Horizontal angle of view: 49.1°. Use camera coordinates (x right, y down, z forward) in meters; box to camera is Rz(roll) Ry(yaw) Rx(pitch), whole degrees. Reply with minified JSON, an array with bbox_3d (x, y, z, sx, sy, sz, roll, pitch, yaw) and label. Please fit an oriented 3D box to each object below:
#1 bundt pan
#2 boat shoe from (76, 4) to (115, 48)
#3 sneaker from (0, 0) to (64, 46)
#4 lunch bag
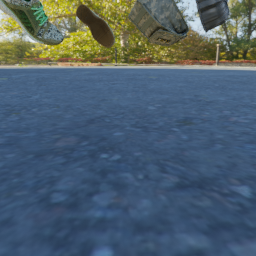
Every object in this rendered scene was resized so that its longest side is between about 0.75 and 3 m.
[{"bbox_3d":[2.152,-3.426,7.167,0.670,1.786,1.786,-9,10,26],"label":"bundt pan"},{"bbox_3d":[-0.831,-2.861,7.882,0.563,1.537,0.482,-42,-12,21],"label":"boat shoe"},{"bbox_3d":[-3.170,-3.864,9.335,1.199,1.040,2.705,-18,-45,44],"label":"sneaker"},{"bbox_3d":[0.862,-2.889,7.612,0.910,1.548,1.270,-45,10,-5],"label":"lunch bag"}]
